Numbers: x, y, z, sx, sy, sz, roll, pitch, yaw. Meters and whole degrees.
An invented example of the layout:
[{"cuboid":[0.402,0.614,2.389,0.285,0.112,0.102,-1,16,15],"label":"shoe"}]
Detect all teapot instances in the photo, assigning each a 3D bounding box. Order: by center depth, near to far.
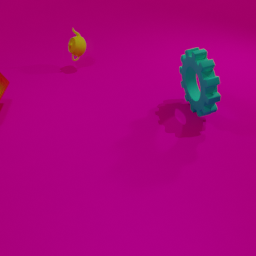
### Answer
[{"cuboid":[-1.928,-3.077,10.368,0.583,1.191,0.740,0,6,-41],"label":"teapot"}]

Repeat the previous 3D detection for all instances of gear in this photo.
[{"cuboid":[1.988,-1.282,7.936,0.348,1.884,1.884,-15,40,-7],"label":"gear"}]

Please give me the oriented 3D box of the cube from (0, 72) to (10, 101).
[{"cuboid":[-4.426,-1.173,7.910,1.299,1.299,1.299,-28,34,13],"label":"cube"}]
